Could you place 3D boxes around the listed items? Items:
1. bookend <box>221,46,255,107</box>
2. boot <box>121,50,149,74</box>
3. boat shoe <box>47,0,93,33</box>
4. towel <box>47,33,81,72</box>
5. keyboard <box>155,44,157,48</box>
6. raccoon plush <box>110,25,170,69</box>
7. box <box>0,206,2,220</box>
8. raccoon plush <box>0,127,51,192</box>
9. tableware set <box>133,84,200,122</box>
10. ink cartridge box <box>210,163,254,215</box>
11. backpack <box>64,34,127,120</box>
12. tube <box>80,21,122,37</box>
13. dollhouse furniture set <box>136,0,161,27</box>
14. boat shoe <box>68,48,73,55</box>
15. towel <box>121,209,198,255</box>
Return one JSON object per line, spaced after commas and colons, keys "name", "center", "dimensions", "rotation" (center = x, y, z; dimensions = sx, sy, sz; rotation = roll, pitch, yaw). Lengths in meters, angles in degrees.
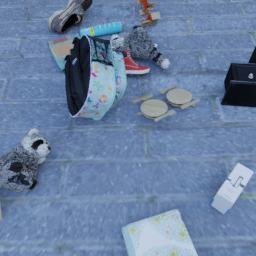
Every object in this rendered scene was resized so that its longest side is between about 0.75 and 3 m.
{"name": "bookend", "center": [5.199, -2.263, 11.290], "dimensions": [2.782, 1.290, 2.800], "rotation": [5, 55, 4]}
{"name": "boot", "center": [0.244, -2.794, 11.800], "dimensions": [1.364, 0.984, 0.494], "rotation": [0, 17, -3]}
{"name": "boat shoe", "center": [-2.675, -5.555, 13.893], "dimensions": [1.033, 1.050, 2.819], "rotation": [39, 72, 13]}
{"name": "towel", "center": [-2.636, -3.492, 12.798], "dimensions": [1.631, 0.241, 2.223], "rotation": [-21, 57, -15]}
{"name": "keyboard", "center": [0.585, -3.913, 13.172], "dimensions": [1.546, 0.082, 0.435], "rotation": [10, 59, 6]}
{"name": "raccoon plush", "center": [0.300, -3.199, 12.022], "dimensions": [1.784, 1.288, 2.662], "rotation": [-39, 65, -9]}
{"name": "box", "center": [-4.845, 2.536, 8.242], "dimensions": [1.902, 0.740, 0.903], "rotation": [-16, 56, -11]}
{"name": "raccoon plush", "center": [-3.910, 0.916, 9.131], "dimensions": [2.809, 1.359, 1.882], "rotation": [3, 47, 2]}
{"name": "tableware set", "center": [1.504, -0.883, 10.856], "dimensions": [2.256, 0.452, 1.491], "rotation": [-25, 46, -23]}
{"name": "ink cartridge box", "center": [3.180, 1.859, 8.586], "dimensions": [0.555, 0.961, 1.316], "rotation": [33, 60, 23]}
{"name": "backpack", "center": [-1.255, -1.635, 10.180], "dimensions": [2.021, 2.383, 2.684], "rotation": [12, 57, -28]}
{"name": "tube", "center": [-1.309, -4.733, 13.576], "dimensions": [2.003, 0.505, 0.776], "rotation": [-12, 43, -3]}
{"name": "dollhouse furniture set", "center": [0.882, -6.023, 13.744], "dimensions": [0.957, 1.858, 1.838], "rotation": [-15, 88, -8]}
{"name": "boat shoe", "center": [-1.969, -2.589, 11.820], "dimensions": [0.649, 0.548, 1.821], "rotation": [-31, 72, -22]}
{"name": "towel", "center": [0.939, 3.487, 7.748], "dimensions": [1.799, 0.506, 2.101], "rotation": [-13, 56, -13]}
